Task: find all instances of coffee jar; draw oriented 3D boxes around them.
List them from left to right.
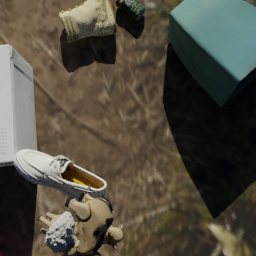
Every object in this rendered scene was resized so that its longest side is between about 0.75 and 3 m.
[{"bbox_3d":[0.060,-3.389,7.816,0.802,0.342,0.418,38,83,5],"label":"coffee jar"}]

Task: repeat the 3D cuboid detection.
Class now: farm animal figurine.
[{"bbox_3d":[-0.561,1.702,4.246,0.875,1.677,1.659,24,116,23],"label":"farm animal figurine"}]

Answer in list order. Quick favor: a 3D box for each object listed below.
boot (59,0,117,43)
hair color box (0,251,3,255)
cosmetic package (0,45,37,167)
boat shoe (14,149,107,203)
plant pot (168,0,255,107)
[{"bbox_3d":[-1.202,-3.319,7.655,1.464,0.686,1.884,-14,86,-2],"label":"boot"},{"bbox_3d":[-3.999,2.740,6.802,1.009,0.609,1.989,-34,84,-4],"label":"hair color box"},{"bbox_3d":[-3.739,-0.323,6.723,2.622,1.617,2.630,-5,82,-1],"label":"cosmetic package"},{"bbox_3d":[-1.284,0.831,5.380,1.927,0.683,0.673,29,127,5],"label":"boat shoe"},{"bbox_3d":[2.224,-2.149,6.998,1.716,1.717,2.429,-42,76,-5],"label":"plant pot"}]
